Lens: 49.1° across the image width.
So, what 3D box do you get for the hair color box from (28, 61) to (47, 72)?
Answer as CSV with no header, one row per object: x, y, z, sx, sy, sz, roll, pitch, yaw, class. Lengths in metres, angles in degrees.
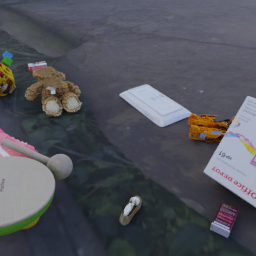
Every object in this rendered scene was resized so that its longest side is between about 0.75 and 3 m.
-4.750,-3.245,14.732,0.893,0.285,0.495,-15,37,-24,hair color box

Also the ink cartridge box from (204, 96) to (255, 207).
3.297,0.643,7.032,0.991,2.341,1.692,18,12,-46,ink cartridge box

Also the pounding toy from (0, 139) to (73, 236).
-2.773,1.687,6.647,2.294,1.379,2.972,12,28,7,pounding toy

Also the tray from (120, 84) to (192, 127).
1.061,-1.082,11.438,1.596,0.330,2.973,-20,40,-27,tray

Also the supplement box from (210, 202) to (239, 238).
2.329,2.186,6.735,0.435,0.243,0.799,20,40,28,supplement box

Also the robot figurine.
3.129,0.019,9.626,2.043,0.595,1.481,4,36,6,robot figurine

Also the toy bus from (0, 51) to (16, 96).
-5.483,-1.986,12.138,2.043,1.119,2.165,-11,57,39,toy bus

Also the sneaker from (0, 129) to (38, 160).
-3.403,0.799,8.367,1.214,1.032,2.800,-12,40,-38,sneaker

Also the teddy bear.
-3.039,-1.422,11.641,2.144,0.987,2.957,-33,53,-29,teddy bear

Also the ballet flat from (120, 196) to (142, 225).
0.082,1.960,6.973,0.333,0.355,0.981,18,38,24,ballet flat
